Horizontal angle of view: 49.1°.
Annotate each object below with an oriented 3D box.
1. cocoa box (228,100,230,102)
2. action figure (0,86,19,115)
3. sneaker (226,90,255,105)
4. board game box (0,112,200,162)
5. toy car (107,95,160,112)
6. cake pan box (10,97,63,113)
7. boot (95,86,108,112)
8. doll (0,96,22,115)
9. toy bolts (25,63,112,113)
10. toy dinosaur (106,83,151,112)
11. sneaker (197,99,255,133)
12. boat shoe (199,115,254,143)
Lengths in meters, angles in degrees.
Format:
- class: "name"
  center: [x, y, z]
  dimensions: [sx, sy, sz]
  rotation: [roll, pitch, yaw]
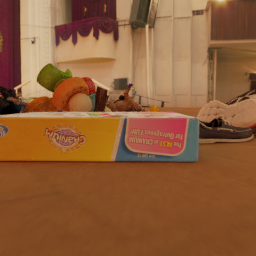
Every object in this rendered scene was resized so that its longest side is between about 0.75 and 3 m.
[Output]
- class: "cocoa box"
  center: [4.623, -0.814, 12.500]
  dimensions: [0.688, 0.677, 1.031]
  rotation: [39, 16, 12]
- class: "action figure"
  center: [-3.431, -0.261, 7.077]
  dimensions: [1.632, 0.833, 0.970]
  rotation: [-40, 17, 30]
- class: "sneaker"
  center: [3.592, -0.393, 7.319]
  dimensions: [1.105, 1.143, 2.740]
  rotation: [-27, 14, -29]
- class: "board game box"
  center: [-0.517, 0.055, 4.711]
  dimensions: [2.917, 0.588, 2.232]
  rotation: [0, 5, 1]
- class: "toy car"
  center: [0.204, -0.501, 12.152]
  dimensions: [2.822, 1.384, 0.939]
  rotation: [29, -19, 46]
- class: "cake pan box"
  center: [-3.025, -0.768, 11.444]
  dimensions: [2.619, 0.744, 2.843]
  rotation: [-2, 13, -44]
- class: "boot"
  center: [-0.949, -0.640, 8.652]
  dimensions: [0.409, 1.274, 1.187]
  rotation: [-3, 6, -32]
- class: "doll"
  center: [-3.957, -0.413, 8.095]
  dimensions: [1.813, 0.644, 2.657]
  rotation: [-29, -8, 9]
- class: "toy bolts"
  center: [-1.706, -0.555, 8.974]
  dimensions: [1.752, 2.412, 2.525]
  rotation: [47, 23, 22]
- class: "toy dinosaur"
  center: [-0.228, -0.611, 10.126]
  dimensions: [2.156, 1.461, 0.925]
  rotation: [-17, -33, 24]
- class: "sneaker"
  center: [2.684, -0.138, 7.205]
  dimensions: [0.950, 0.894, 2.321]
  rotation: [29, -8, -22]
- class: "boat shoe"
  center: [1.878, 0.006, 5.650]
  dimensions: [1.676, 0.526, 0.609]
  rotation: [-2, 6, -23]
